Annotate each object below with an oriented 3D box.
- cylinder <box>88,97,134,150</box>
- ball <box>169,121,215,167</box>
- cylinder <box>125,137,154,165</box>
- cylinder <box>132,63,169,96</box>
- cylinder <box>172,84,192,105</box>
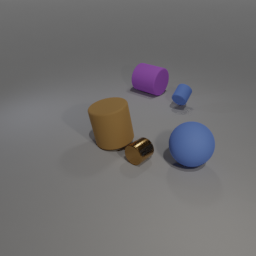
[{"bbox_3d":[-0.581,-0.175,9.872,1.400,1.400,1.400,-9,29,5],"label":"cylinder"},{"bbox_3d":[1.969,0.498,8.689,1.400,1.400,1.400,0,28,0],"label":"ball"},{"bbox_3d":[0.371,0.749,9.109,0.700,0.700,0.700,22,35,35],"label":"cylinder"},{"bbox_3d":[1.137,-2.495,14.301,1.400,1.400,1.400,22,36,33],"label":"cylinder"},{"bbox_3d":[2.415,-1.497,12.546,0.700,0.700,0.700,18,64,30],"label":"cylinder"}]
